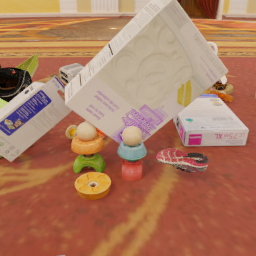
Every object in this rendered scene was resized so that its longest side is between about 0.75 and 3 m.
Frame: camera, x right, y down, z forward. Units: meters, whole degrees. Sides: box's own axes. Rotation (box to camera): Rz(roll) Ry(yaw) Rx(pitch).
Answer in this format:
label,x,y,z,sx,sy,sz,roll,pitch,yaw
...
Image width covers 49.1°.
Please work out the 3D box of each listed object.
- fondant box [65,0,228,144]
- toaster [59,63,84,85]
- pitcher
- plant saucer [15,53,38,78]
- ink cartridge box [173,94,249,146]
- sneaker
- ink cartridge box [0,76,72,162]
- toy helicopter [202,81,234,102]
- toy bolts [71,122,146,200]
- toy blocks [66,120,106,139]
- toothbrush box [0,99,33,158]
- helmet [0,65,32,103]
label,x,y,z,sx,sy,sz,roll,pitch,yaw
fondant box,0.343,-0.978,5.685,2.705,1.951,0.788,-40,35,17
toaster,-2.267,-2.224,11.698,0.881,0.775,1.364,-21,40,-32
pitcher,2.507,-2.174,10.353,1.868,1.602,1.132,-11,-2,37
plant saucer,-4.188,-2.001,10.818,1.689,0.404,1.687,-26,34,18
ink cartridge box,2.135,-0.336,8.083,1.600,0.563,2.681,-1,29,-2
sneaker,1.064,0.698,5.574,1.019,0.380,0.411,11,37,5
ink cartridge box,-2.118,-0.241,6.056,2.005,0.997,0.393,-39,46,-6
toy helicopter,2.997,-1.231,10.061,1.708,0.674,1.130,-17,36,-10
toy bolts,-0.384,0.541,5.627,1.566,1.086,1.496,-2,26,-4
toy blocks,-0.926,0.197,7.146,0.907,0.395,1.089,-21,33,-36
toothbrush box,-3.669,-0.040,7.001,2.172,0.935,1.582,23,34,37
helmet,-3.864,-1.381,9.163,1.521,1.521,1.450,-6,-9,-13
